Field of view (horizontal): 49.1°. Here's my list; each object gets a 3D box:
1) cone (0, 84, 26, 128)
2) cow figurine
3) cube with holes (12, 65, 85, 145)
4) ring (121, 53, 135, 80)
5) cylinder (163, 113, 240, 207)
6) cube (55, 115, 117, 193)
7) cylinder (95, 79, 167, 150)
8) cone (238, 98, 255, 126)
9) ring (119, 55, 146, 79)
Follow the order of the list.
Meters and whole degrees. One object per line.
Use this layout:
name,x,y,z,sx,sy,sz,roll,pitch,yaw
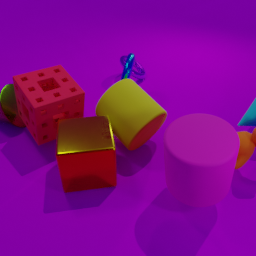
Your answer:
cone,-3.791,-0.498,8.356,1.328,1.323,1.323,-14,34,19
cow figurine,2.798,0.297,6.658,1.416,0.790,1.439,-42,13,0
cube with holes,-2.097,-0.643,7.515,1.335,1.335,1.335,-23,55,-30
ring,-0.024,-1.677,8.433,0.235,1.174,1.174,16,39,-1
cylinder,1.398,0.636,5.536,1.346,1.346,1.346,-5,44,5
cube,-0.958,0.586,6.571,1.242,1.242,1.242,-6,39,-7
cylinder,0.079,-0.349,7.336,1.364,1.364,1.364,-33,69,-34
cone,3.562,-0.408,7.321,1.631,1.625,1.625,-25,43,-8
ring,0.189,-2.296,10.589,1.198,0.240,1.198,30,32,-21
